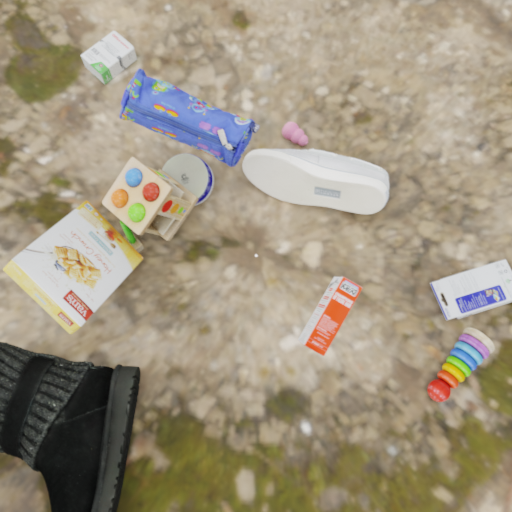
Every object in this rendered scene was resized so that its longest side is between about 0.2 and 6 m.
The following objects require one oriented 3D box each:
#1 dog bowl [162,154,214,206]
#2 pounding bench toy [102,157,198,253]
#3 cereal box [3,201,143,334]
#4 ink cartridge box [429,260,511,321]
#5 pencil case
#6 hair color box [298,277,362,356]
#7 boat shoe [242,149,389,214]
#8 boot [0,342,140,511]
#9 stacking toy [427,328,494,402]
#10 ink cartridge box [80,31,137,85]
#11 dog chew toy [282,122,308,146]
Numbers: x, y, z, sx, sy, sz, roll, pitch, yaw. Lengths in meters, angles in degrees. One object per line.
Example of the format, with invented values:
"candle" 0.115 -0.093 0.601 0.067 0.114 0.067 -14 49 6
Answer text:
"dog bowl" -1.285 -1.410 10.414 0.944 0.372 0.944 0 88 10
"pounding bench toy" -1.998 -0.730 9.660 0.953 1.196 1.534 38 99 17
"cereal box" -2.897 0.127 9.165 1.440 0.396 2.001 47 35 -13
"ink cartridge box" 3.845 0.626 9.884 1.501 0.294 0.746 -15 71 -7
"pencil case" -1.100 -2.191 9.038 2.210 0.960 0.862 23 113 -6
"hair color box" 0.985 0.794 7.530 0.331 0.574 1.034 29 87 -2
"boat shoe" 1.135 -1.563 10.391 2.712 0.976 0.929 10 45 13
"boot" -3.292 3.085 8.407 2.587 1.302 3.460 8 60 -5
"stacking toy" 3.338 1.854 9.340 0.575 0.575 1.346 42 80 13
"ink cartridge box" -3.015 -4.082 11.526 0.912 0.383 0.666 -43 76 -14
"dog chew toy" 0.775 -2.361 10.947 0.557 0.347 0.347 40 75 6
